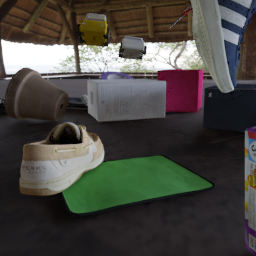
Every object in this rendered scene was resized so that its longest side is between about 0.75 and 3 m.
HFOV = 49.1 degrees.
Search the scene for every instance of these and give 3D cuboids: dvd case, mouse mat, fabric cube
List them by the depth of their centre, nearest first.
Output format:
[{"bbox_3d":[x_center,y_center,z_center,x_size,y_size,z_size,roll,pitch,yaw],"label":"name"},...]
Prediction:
[{"bbox_3d":[-0.007,0.836,4.697,2.330,0.088,1.875,-4,12,-22],"label":"mouse mat"},{"bbox_3d":[2.336,-1.710,12.508,1.814,1.780,1.808,5,15,19],"label":"fabric cube"},{"bbox_3d":[-2.745,-1.255,13.777,2.635,0.326,1.980,6,13,21],"label":"dvd case"}]

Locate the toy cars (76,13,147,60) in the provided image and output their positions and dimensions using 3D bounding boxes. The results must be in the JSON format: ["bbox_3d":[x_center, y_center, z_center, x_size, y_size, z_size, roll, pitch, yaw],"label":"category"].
[{"bbox_3d":[-0.272,-1.948,6.008,1.064,0.525,2.373,8,3,36],"label":"toy cars"}]

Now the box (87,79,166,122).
[{"bbox_3d":[-0.113,-1.140,10.720,2.582,1.373,1.966,-4,13,-17],"label":"box"}]

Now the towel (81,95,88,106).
[{"bbox_3d":[-0.806,-1.171,12.531,2.327,0.357,1.736,3,15,-20],"label":"towel"}]

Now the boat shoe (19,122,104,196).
[{"bbox_3d":[-1.009,0.325,4.910,0.909,0.853,2.466,1,12,10],"label":"boat shoe"}]

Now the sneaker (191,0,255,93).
[{"bbox_3d":[1.633,-1.879,4.312,1.238,2.930,1.098,-21,39,7],"label":"sneaker"}]

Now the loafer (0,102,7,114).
[{"bbox_3d":[-5.136,-0.827,11.523,1.248,0.438,0.424,9,15,37],"label":"loafer"}]

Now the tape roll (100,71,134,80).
[{"bbox_3d":[-0.506,-2.132,14.656,2.030,0.862,2.030,13,34,-9],"label":"tape roll"}]

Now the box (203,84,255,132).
[{"bbox_3d":[3.639,-0.728,9.026,1.780,1.284,2.398,7,14,31],"label":"box"}]

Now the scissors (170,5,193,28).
[{"bbox_3d":[1.616,-3.348,8.409,1.228,0.086,0.449,-43,24,-5],"label":"scissors"}]

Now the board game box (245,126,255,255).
[{"bbox_3d":[2.133,0.769,1.735,1.317,1.340,2.556,-11,14,-16],"label":"board game box"}]

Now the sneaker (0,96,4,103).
[{"bbox_3d":[-5.773,-1.226,13.142,0.330,0.538,0.826,4,13,13],"label":"sneaker"}]

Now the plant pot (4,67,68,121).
[{"bbox_3d":[-3.046,-1.003,9.772,1.641,1.882,1.882,18,15,6],"label":"plant pot"}]
